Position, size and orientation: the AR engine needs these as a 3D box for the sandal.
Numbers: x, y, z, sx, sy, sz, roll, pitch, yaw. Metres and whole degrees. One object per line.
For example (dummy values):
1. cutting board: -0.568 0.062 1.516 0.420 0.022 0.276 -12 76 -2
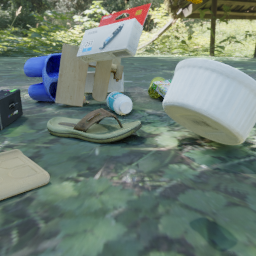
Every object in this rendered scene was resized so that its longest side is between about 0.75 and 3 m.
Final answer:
1. sandal: -0.995 -0.151 7.609 2.736 0.781 1.086 5 18 15

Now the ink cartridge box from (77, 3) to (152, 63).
1. ink cartridge box: -0.540 -3.417 9.822 2.431 2.142 0.544 4 -19 40

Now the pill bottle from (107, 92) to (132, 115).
1. pill bottle: -0.282 -0.874 10.062 0.693 0.693 1.252 -6 19 -20

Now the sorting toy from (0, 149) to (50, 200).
1. sorting toy: -2.615 0.962 5.050 1.965 0.263 1.464 -15 27 -39

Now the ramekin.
1. ramekin: 1.961 -0.533 6.695 2.317 1.130 2.317 28 -8 4

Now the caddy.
1. caddy: -3.179 -2.204 12.195 1.475 1.987 2.810 0 18 15

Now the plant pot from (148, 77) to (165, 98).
1. plant pot: 1.315 -1.775 12.848 0.899 0.899 0.826 7 30 22

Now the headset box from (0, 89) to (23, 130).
1. headset box: -4.536 -0.629 8.865 2.035 0.944 1.772 0 18 1

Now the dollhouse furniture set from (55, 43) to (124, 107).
1. dollhouse furniture set: -1.661 -2.107 12.310 2.654 2.274 2.791 8 6 -14

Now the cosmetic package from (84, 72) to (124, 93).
1. cosmetic package: -1.250 -2.305 14.037 2.009 1.019 0.716 -1 14 -7

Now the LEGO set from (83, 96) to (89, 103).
1. LEGO set: -1.844 -1.060 11.522 0.373 0.302 0.812 -31 14 20

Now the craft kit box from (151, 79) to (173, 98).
1. craft kit box: 1.920 -1.590 12.137 1.367 0.332 1.350 -16 52 -41

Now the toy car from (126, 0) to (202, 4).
1. toy car: 0.374 -2.096 4.089 1.365 0.454 0.670 8 3 -7
